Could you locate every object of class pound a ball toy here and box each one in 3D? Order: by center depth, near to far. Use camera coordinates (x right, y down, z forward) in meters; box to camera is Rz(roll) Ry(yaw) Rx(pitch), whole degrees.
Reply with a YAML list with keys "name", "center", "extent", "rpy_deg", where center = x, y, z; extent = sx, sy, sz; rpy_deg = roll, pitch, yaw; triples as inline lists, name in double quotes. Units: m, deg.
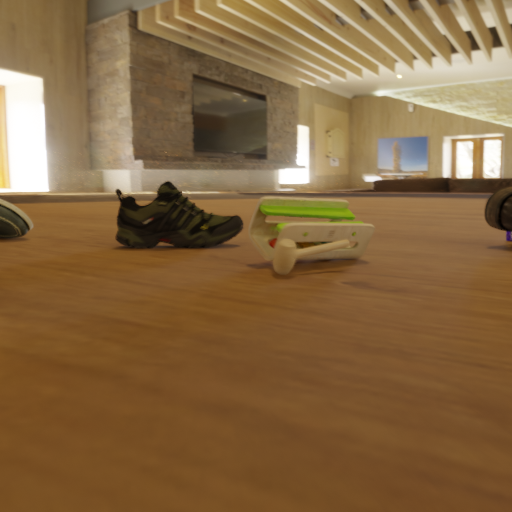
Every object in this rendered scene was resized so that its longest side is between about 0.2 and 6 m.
- name: "pound a ball toy"
  center: [0.754, -0.160, 7.724]
  extent: [1.893, 0.804, 1.235]
  rpy_deg: [-2, 38, -33]

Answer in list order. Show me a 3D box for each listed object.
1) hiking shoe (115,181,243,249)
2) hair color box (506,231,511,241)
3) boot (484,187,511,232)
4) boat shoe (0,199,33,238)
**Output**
- name: "hiking shoe"
  center: [-1.313, -0.723, 9.675]
  extent: [2.226, 1.121, 0.843]
  rpy_deg: [-3, 11, -11]
- name: "hair color box"
  center: [5.344, -0.433, 10.428]
  extent: [0.620, 0.367, 1.134]
  rpy_deg: [-11, 12, -42]
- name: "boot"
  center: [5.512, -0.626, 8.933]
  extent: [2.986, 1.034, 2.599]
  rpy_deg: [-17, 21, -12]
- name: "boat shoe"
  center: [-5.824, -0.616, 10.956]
  extent: [2.963, 1.079, 0.915]
  rpy_deg: [9, 53, 11]
